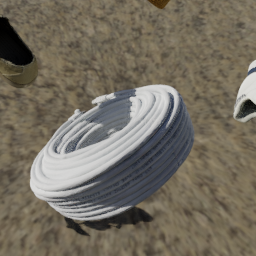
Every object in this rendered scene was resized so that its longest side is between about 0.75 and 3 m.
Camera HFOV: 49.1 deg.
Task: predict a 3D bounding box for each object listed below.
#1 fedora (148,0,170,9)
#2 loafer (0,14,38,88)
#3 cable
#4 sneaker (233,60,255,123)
[{"bbox_3d":[0.730,-2.860,5.225,0.838,2.055,2.055,46,63,-19],"label":"fedora"},{"bbox_3d":[-1.607,-1.119,3.111,1.555,0.524,0.591,39,58,-21],"label":"loafer"},{"bbox_3d":[-0.214,0.210,3.356,1.997,0.691,1.997,-11,28,40],"label":"cable"},{"bbox_3d":[2.248,-0.490,3.498,0.849,2.221,0.894,36,79,-10],"label":"sneaker"}]
